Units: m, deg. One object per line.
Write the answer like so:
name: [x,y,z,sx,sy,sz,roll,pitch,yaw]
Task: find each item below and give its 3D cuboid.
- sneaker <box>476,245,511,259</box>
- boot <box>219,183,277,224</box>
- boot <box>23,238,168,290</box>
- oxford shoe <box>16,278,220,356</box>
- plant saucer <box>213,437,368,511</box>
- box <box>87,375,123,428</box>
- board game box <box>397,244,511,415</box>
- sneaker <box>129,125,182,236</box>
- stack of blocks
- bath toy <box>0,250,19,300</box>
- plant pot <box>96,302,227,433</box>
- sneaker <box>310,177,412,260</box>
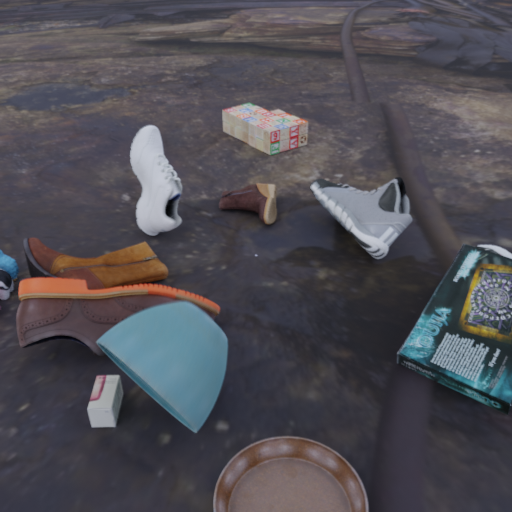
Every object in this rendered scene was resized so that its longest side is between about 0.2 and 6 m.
sneaker: [4.184,0.573,9.674,0.933,0.868,2.162,-12,34,-16]
boot: [-0.203,-1.114,12.677,1.289,0.560,1.549,-8,34,11]
boot: [-3.065,0.042,10.562,2.218,0.759,2.088,-21,39,-30]
oxford shoe: [-2.169,1.065,9.026,3.161,1.125,1.146,4,73,-11]
plant saucer: [0.395,2.940,6.573,1.785,0.307,1.785,1,33,0]
box: [-2.107,2.035,7.853,0.339,0.398,0.622,-1,33,-1]
board game box: [3.555,1.003,8.757,1.718,0.358,2.541,23,58,31]
sneaker: [-1.973,-1.577,11.634,0.990,2.274,0.847,-2,9,34]
stack of blocks: [0.229,-3.774,16.371,1.363,0.693,2.367,-23,39,-30]
bath toy: [-4.820,0.640,9.638,0.911,0.774,2.094,-2,34,-4]
plant pot: [-1.065,1.302,7.447,1.742,1.742,1.173,27,65,35]
sneaker: [2.310,-1.173,11.640,1.513,0.983,2.619,-45,47,9]
